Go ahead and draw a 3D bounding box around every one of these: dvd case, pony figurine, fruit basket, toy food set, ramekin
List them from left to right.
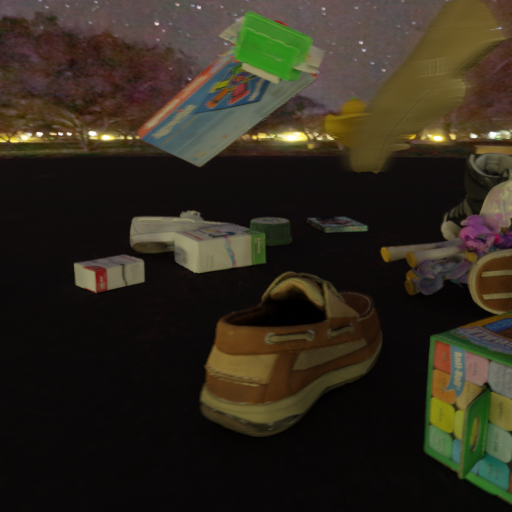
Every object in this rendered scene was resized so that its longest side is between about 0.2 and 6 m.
[{"bbox_3d":[0.294,-0.535,11.973,0.939,0.459,0.939,0,13,0],"label":"ramekin"},{"bbox_3d":[0.278,-3.108,8.332,1.440,0.729,1.555,22,28,-2],"label":"fruit basket"},{"bbox_3d":[1.951,-0.768,13.689,1.053,0.159,1.443,-3,14,-11],"label":"dvd case"},{"bbox_3d":[1.812,-2.206,9.331,0.951,0.528,1.617,-9,-16,36],"label":"toy food set"},{"bbox_3d":[3.158,-0.087,8.087,2.152,1.792,2.077,-16,5,-4],"label":"pony figurine"}]

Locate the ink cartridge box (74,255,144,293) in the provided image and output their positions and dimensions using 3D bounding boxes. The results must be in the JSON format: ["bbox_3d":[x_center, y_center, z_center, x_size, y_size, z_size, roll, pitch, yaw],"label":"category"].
[{"bbox_3d":[-2.265,0.266,8.688,0.872,0.361,0.640,-12,18,-43],"label":"ink cartridge box"}]

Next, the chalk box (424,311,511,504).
[{"bbox_3d":[1.835,1.043,3.919,1.562,0.975,0.968,-7,15,-33],"label":"chalk box"}]

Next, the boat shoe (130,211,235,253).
[{"bbox_3d":[-1.356,-0.520,10.893,2.156,0.739,0.776,-6,-21,-3],"label":"boat shoe"}]

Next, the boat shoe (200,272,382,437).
[{"bbox_3d":[0.509,0.689,5.360,1.038,1.013,2.744,7,15,29],"label":"boat shoe"}]

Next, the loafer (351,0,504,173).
[{"bbox_3d":[2.074,-1.996,6.852,0.840,2.490,0.947,37,12,13],"label":"loafer"}]

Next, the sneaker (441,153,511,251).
[{"bbox_3d":[4.637,-1.130,11.311,1.265,1.907,3.351,1,13,5],"label":"sneaker"}]

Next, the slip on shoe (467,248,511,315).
[{"bbox_3d":[4.214,0.349,7.059,2.939,1.117,0.890,-3,1,14],"label":"slip on shoe"}]

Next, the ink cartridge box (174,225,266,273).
[{"bbox_3d":[-0.653,-0.141,9.961,1.362,0.596,0.990,-10,16,-30],"label":"ink cartridge box"}]

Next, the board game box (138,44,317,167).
[{"bbox_3d":[-0.679,-3.265,12.086,3.636,0.354,1.872,-30,-30,32],"label":"board game box"}]
